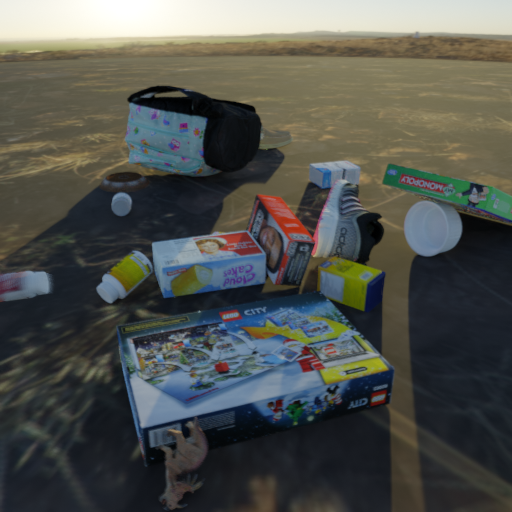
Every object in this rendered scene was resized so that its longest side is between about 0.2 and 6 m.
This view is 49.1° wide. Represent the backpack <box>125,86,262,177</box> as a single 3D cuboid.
[{"bbox_3d":[-1.925,-3.315,15.190,3.482,2.204,2.906,13,11,21],"label":"backpack"}]

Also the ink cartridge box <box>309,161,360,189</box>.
[{"bbox_3d":[2.072,-2.162,14.831,1.118,0.468,0.811,-9,26,-18],"label":"ink cartridge box"}]

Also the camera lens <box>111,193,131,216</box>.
[{"bbox_3d":[-3.061,-1.174,12.743,0.430,0.430,0.537,-4,24,-9],"label":"camera lens"}]

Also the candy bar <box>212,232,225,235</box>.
[{"bbox_3d":[-0.222,-0.245,11.015,1.626,0.180,0.405,10,33,20],"label":"candy bar"}]

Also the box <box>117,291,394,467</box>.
[{"bbox_3d":[-0.107,1.366,7.086,2.999,0.565,2.048,-8,26,-17],"label":"box"}]

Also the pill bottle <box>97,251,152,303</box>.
[{"bbox_3d":[-2.169,0.360,9.207,0.490,0.490,0.897,19,50,35],"label":"pill bottle"}]

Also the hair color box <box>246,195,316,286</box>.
[{"bbox_3d":[0.381,-0.314,10.010,0.546,0.904,1.782,5,28,-23],"label":"hair color box"}]

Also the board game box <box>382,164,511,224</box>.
[{"bbox_3d":[4.216,-1.169,11.339,2.105,0.455,3.128,24,11,39],"label":"board game box"}]

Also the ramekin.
[{"bbox_3d":[3.393,-0.535,10.696,0.514,1.054,1.054,-7,25,-33],"label":"ramekin"}]

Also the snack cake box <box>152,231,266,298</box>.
[{"bbox_3d":[-0.830,0.115,9.747,1.795,0.603,1.032,-8,26,-16],"label":"snack cake box"}]

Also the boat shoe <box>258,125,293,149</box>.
[{"bbox_3d":[-0.103,-4.007,18.352,2.645,0.853,0.943,-2,25,-5],"label":"boat shoe"}]

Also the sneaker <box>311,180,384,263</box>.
[{"bbox_3d":[1.842,-0.611,10.806,1.219,1.028,2.787,19,28,6],"label":"sneaker"}]

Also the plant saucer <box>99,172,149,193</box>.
[{"bbox_3d":[-3.463,-1.969,14.711,1.296,0.237,1.296,1,25,0],"label":"plant saucer"}]

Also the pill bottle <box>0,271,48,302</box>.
[{"bbox_3d":[-3.586,0.454,8.504,0.751,0.412,0.412,-8,25,-4],"label":"pill bottle"}]

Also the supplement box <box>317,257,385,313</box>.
[{"bbox_3d":[1.535,0.450,9.124,0.969,0.527,0.531,19,31,33],"label":"supplement box"}]

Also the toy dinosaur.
[{"bbox_3d":[-0.676,2.030,5.580,0.582,0.859,0.369,39,8,30],"label":"toy dinosaur"}]
